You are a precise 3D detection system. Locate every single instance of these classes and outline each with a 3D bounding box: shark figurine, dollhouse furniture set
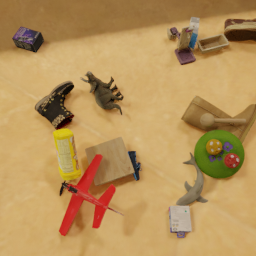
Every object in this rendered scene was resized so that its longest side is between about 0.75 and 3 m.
[{"bbox_3d":[2.396,1.856,9.730,1.111,0.776,1.860,13,67,5],"label":"shark figurine"},{"bbox_3d":[3.140,-4.222,12.099,2.352,1.670,1.864,-16,66,-7],"label":"dollhouse furniture set"}]

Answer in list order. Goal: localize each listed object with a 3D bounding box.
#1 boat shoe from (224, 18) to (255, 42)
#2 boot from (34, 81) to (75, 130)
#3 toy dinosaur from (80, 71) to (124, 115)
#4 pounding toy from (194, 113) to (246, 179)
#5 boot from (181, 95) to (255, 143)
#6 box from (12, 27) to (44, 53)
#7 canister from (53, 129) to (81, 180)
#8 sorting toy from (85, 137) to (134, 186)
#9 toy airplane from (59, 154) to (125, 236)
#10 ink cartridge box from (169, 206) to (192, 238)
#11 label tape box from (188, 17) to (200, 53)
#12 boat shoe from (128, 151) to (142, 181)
[{"bbox_3d":[5.839,-4.527,12.625,2.971,1.072,1.069,3,66,8],"label":"boat shoe"},{"bbox_3d":[-2.592,-0.894,11.062,1.845,0.675,1.389,-39,69,-13],"label":"boot"},{"bbox_3d":[-0.885,-1.286,11.289,1.203,0.906,2.353,-28,73,0],"label":"toy dinosaur"},{"bbox_3d":[3.270,0.635,9.737,1.763,1.060,2.284,7,85,8],"label":"pounding toy"},{"bbox_3d":[3.581,-0.602,10.780,2.402,0.794,2.104,31,69,10],"label":"boot"},{"bbox_3d":[-4.473,-3.977,12.599,1.074,0.560,0.795,17,65,9],"label":"box"},{"bbox_3d":[-2.098,0.868,9.561,0.657,1.127,1.518,-13,106,-21],"label":"canister"},{"bbox_3d":[-0.663,1.239,10.122,1.429,0.500,1.437,-18,65,-6],"label":"sorting toy"},{"bbox_3d":[-1.330,2.236,8.948,2.952,0.543,2.952,-19,54,28],"label":"toy airplane"},{"bbox_3d":[1.726,3.113,9.319,0.669,0.375,0.981,0,63,0],"label":"ink cartridge box"},{"bbox_3d":[2.867,-4.146,12.494,0.414,0.898,1.253,11,65,5],"label":"label tape box"},{"bbox_3d":[0.286,1.318,10.134,0.394,0.483,1.148,-11,67,-9],"label":"boat shoe"}]
